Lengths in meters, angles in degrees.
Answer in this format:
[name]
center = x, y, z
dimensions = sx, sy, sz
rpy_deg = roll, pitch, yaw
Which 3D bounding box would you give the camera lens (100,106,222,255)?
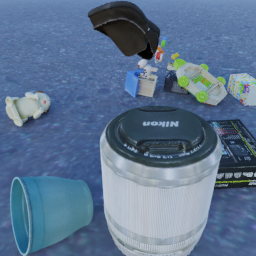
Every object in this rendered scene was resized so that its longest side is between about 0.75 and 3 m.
[camera lens]
center = 0.582, 1.076, 5.635
dimensions = 2.188, 2.735, 2.188
rpy_deg = 0, 31, 0

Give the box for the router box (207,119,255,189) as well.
[router box]
center = 2.762, 0.673, 8.176
dimensions = 1.867, 0.774, 2.491
rpy_deg = -2, 31, -3

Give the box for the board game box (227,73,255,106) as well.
[board game box]
center = 5.023, -1.663, 11.956
dimensions = 0.812, 0.827, 1.576
rpy_deg = -5, 31, -8

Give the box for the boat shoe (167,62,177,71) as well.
[boat shoe]
center = 2.728, -3.274, 14.972
dimensions = 1.269, 0.421, 0.470
rpy_deg = 7, 32, 12

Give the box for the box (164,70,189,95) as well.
[box]
center = 2.350, -2.103, 12.820
dimensions = 1.150, 0.675, 1.131
rpy_deg = 12, 34, 20

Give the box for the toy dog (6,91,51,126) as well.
[toy dog]
center = -3.626, -0.778, 10.501
dimensions = 1.577, 1.100, 1.529
rpy_deg = -27, 5, -34

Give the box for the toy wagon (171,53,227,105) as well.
[toy wagon]
center = 2.902, -2.130, 11.915
dimensions = 2.807, 0.555, 2.178
rpy_deg = 42, 43, 13

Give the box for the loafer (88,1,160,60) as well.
[loafer]
center = 0.088, -2.097, 6.349
dimensions = 0.898, 0.877, 2.459
rpy_deg = -7, -3, 35

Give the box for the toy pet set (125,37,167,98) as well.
[toy pet set]
center = 0.698, -2.663, 12.172
dimensions = 1.330, 2.338, 2.504
rpy_deg = 14, 33, 7

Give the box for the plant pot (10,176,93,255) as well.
[plant pot]
center = -1.590, 1.711, 5.972
dimensions = 1.434, 1.526, 1.526
rpy_deg = -3, 28, -35
